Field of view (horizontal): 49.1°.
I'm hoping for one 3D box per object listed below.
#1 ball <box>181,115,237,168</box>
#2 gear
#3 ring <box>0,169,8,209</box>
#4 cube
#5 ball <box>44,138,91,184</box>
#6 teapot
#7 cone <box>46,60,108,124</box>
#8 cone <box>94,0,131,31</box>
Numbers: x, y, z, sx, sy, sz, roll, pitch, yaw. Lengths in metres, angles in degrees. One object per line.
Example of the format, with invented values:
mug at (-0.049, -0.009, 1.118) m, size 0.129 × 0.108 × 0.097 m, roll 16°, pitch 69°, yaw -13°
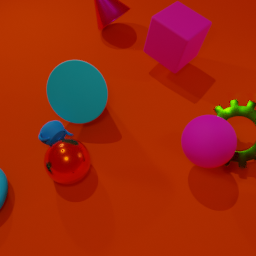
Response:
ball at (1.720, 0.289, 5.990) m, size 1.137 × 1.137 × 1.137 m, roll 0°, pitch 56°, yaw 0°
gear at (2.644, 0.134, 6.701) m, size 1.604 × 0.297 × 1.604 m, roll 2°, pitch 94°, yaw 21°
ring at (-3.440, 1.496, 6.284) m, size 1.518 × 0.304 × 1.518 m, roll -5°, pitch 57°, yaw 7°
cube at (1.380, -2.592, 8.025) m, size 1.230 × 1.230 × 1.230 m, roll 40°, pitch 59°, yaw 16°
ball at (-1.394, 0.758, 6.456) m, size 1.053 × 1.053 × 1.053 m, roll 0°, pitch 56°, yaw 0°
teapot at (-1.776, 0.162, 6.846) m, size 0.518 × 0.657 × 1.057 m, roll 38°, pitch 24°, yaw 19°
cone at (-1.123, -1.065, 7.542) m, size 1.557 × 1.557 × 1.563 m, roll 10°, pitch 17°, yaw 7°
cone at (-0.811, -4.171, 9.286) m, size 1.338 × 1.338 × 1.343 m, roll -44°, pitch 110°, yaw -25°
